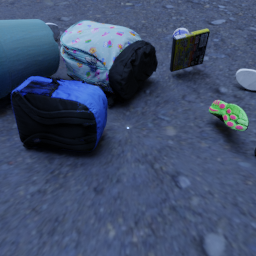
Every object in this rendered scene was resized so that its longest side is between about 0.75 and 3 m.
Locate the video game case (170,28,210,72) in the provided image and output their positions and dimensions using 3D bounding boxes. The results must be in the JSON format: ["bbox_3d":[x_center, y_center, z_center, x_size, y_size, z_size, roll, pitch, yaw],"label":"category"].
[{"bbox_3d":[2.108,-2.667,9.705,1.276,1.411,0.180,-17,54,-10],"label":"video game case"}]

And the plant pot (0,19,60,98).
[{"bbox_3d":[-3.777,-2.326,8.950,2.604,2.604,2.550,31,42,31],"label":"plant pot"}]

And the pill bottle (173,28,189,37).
[{"bbox_3d":[2.209,-3.531,11.499,0.729,0.729,1.217,3,41,4],"label":"pill bottle"}]

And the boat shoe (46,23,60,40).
[{"bbox_3d":[-4.112,-3.938,11.906,2.465,0.846,0.698,-29,48,-26],"label":"boat shoe"}]

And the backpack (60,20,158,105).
[{"bbox_3d":[-0.778,-2.318,9.251,2.959,1.873,2.469,23,48,26],"label":"backpack"}]

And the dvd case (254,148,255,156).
[{"bbox_3d":[4.219,1.308,6.271,1.856,0.305,2.470,-2,41,-2],"label":"dvd case"}]

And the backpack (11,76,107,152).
[{"bbox_3d":[-1.574,-0.470,7.235,2.136,1.736,1.793,10,40,12],"label":"backpack"}]

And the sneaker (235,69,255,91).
[{"bbox_3d":[4.463,-1.609,9.467,1.706,0.642,0.755,19,31,5],"label":"sneaker"}]

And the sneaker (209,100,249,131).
[{"bbox_3d":[2.779,-0.332,7.471,0.637,0.584,1.521,24,17,-21],"label":"sneaker"}]
